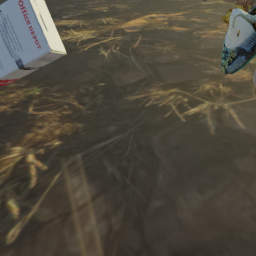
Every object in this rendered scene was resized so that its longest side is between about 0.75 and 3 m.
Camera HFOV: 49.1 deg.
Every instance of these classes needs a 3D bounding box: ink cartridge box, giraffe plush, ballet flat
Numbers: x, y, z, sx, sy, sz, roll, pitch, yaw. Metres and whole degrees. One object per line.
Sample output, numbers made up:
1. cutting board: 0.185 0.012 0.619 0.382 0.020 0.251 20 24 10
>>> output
1. ink cartridge box: -1.955 -1.478 4.837 1.447 1.044 0.606 -21 5 18
2. giraffe plush: 3.192 -3.382 8.281 0.746 0.701 0.864 43 54 -14
3. ballet flat: 2.235 -1.969 4.709 0.891 2.401 0.891 24 37 -20

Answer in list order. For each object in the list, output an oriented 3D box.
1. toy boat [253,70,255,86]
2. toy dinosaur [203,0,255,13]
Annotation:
1. toy boat: 2.879 -1.054 4.664 1.128 1.126 1.725 32 37 24
2. toy dinosaur: 2.786 -3.407 6.484 2.058 1.395 0.883 -34 11 -10
